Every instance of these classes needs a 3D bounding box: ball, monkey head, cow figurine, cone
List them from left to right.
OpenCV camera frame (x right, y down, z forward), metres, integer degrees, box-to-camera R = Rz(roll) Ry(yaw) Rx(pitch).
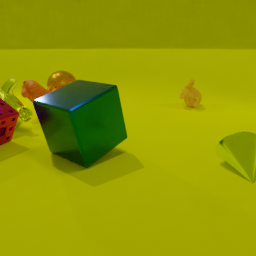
[{"bbox_3d":[-3.464,-0.674,8.306,1.877,1.351,1.131,4,-30,47],"label":"monkey head"},{"bbox_3d":[-3.094,-1.213,9.787,0.782,1.425,1.402,-39,38,7],"label":"cow figurine"},{"bbox_3d":[-2.782,-1.775,11.864,1.293,1.293,1.293,0,17,0],"label":"ball"},{"bbox_3d":[2.560,-1.355,10.985,0.851,1.016,1.412,28,29,-1],"label":"monkey head"},{"bbox_3d":[2.304,0.700,5.536,0.908,0.908,0.911,0,44,-2],"label":"cone"}]

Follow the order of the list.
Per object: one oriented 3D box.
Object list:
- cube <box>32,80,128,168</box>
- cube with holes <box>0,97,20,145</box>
[{"bbox_3d":[-1.027,-0.170,6.273,1.354,1.354,1.354,15,38,40],"label":"cube"},{"bbox_3d":[-3.426,-0.153,6.845,0.916,0.916,0.916,37,30,13],"label":"cube with holes"}]
